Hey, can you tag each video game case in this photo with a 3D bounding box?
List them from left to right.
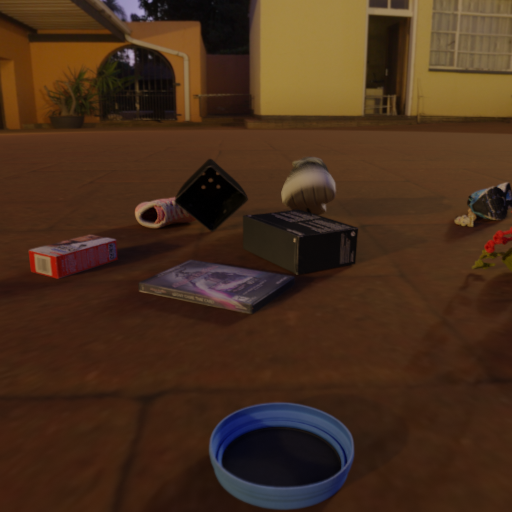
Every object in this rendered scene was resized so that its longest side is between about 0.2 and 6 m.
[{"bbox_3d":[-0.599,0.439,8.754,2.004,0.190,1.432,9,18,27],"label":"video game case"}]

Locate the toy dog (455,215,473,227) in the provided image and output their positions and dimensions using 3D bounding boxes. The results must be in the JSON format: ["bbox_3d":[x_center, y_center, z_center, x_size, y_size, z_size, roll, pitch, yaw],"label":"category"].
[{"bbox_3d":[4.813,-0.819,12.978,0.397,0.277,0.385,4,4,17],"label":"toy dog"}]

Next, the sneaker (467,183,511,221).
[{"bbox_3d":[5.770,-1.276,14.087,0.963,0.840,2.142,-13,2,39],"label":"sneaker"}]

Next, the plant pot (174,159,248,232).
[{"bbox_3d":[-1.003,-1.455,12.412,1.158,1.161,1.030,39,20,-26],"label":"plant pot"}]

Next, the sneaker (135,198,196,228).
[{"bbox_3d":[-1.892,-1.010,12.862,1.816,0.683,0.949,-9,13,-6],"label":"sneaker"}]

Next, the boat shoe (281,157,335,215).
[{"bbox_3d":[1.126,-1.680,12.689,1.155,1.137,3.206,-3,-5,2],"label":"boat shoe"}]

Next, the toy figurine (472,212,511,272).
[{"bbox_3d":[4.307,0.219,8.485,1.176,1.336,2.229,-13,-26,-6],"label":"toy figurine"}]

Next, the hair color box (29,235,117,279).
[{"bbox_3d":[-3.199,-0.013,9.883,0.738,0.425,1.330,10,17,31],"label":"hair color box"}]

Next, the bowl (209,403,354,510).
[{"bbox_3d":[0.205,1.608,4.585,1.176,0.231,1.176,0,16,0],"label":"bowl"}]

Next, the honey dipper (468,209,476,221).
[{"bbox_3d":[5.334,-1.049,13.891,0.188,0.188,0.988,5,17,17],"label":"honey dipper"}]

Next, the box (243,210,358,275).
[{"bbox_3d":[0.758,-0.311,10.347,1.318,0.736,1.867,-6,17,-30],"label":"box"}]
